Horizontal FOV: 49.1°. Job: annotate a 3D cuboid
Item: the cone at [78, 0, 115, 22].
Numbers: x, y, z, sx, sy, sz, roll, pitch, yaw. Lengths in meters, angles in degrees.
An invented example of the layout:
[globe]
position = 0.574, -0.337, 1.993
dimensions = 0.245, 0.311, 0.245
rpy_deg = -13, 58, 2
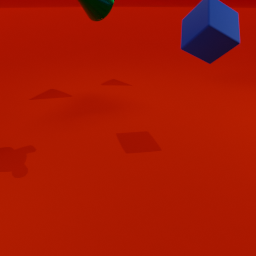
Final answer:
[cone]
position = -1.203, -3.755, 7.780
dimensions = 1.210, 1.210, 1.214
rpy_deg = 20, 12, 36

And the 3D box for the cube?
[cube]
position = 1.508, -1.794, 5.185
dimensions = 0.748, 0.748, 0.748
rpy_deg = 19, -27, -24
